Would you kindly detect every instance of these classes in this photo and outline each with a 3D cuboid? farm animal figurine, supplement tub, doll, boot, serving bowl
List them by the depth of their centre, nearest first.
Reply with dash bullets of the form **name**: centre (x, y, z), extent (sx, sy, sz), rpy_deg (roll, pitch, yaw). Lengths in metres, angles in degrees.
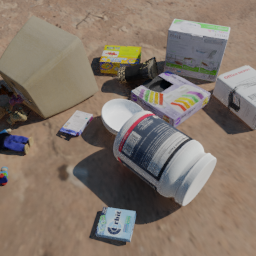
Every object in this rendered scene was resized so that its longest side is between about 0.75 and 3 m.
- **supplement tub**: centre (1.125, 0.913, 9.054), extent (2.863, 2.009, 2.009), rpy_deg (35, 56, 28)
- **doll**: centre (-4.580, 0.548, 10.459), extent (1.859, 0.450, 1.268), rpy_deg (8, 46, 7)
- **serving bowl**: centre (-0.188, -0.297, 11.014), extent (1.847, 0.608, 1.847), rpy_deg (11, 46, -11)
- **farm animal figurine**: centre (-5.058, -0.674, 11.324), extent (1.931, 1.018, 1.953), rpy_deg (-34, 62, -13)
- **boot**: centre (0.498, -2.683, 13.129), extent (1.717, 0.835, 2.281), rpy_deg (-9, 24, 13)

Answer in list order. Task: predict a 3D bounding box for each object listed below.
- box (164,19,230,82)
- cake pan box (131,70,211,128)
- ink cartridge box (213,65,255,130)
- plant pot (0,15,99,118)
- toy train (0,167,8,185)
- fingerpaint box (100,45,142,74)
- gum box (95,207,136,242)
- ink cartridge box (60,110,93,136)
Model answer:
- **box**: centre (3.133, -3.607, 13.093), extent (2.592, 2.287, 1.253), rpy_deg (14, 49, 14)
- **cake pan box**: centre (1.771, -1.327, 12.055), extent (2.403, 0.682, 2.609), rpy_deg (-31, 52, -28)
- **ink cartridge box**: centre (5.181, -1.360, 11.814), extent (1.850, 1.067, 2.550), rpy_deg (-21, 50, -19)
- **plant pot**: centre (-3.452, -2.245, 11.574), extent (2.995, 2.998, 2.655), rpy_deg (32, 67, 26)
- **toy train**: centre (-4.607, 1.648, 9.473), extent (1.058, 0.448, 0.612), rpy_deg (-8, 37, -8)
- **fingerpaint box**: centre (-0.328, -3.406, 13.993), extent (1.901, 0.697, 1.586), rpy_deg (4, 46, 4)
- **gum box**: centre (-0.349, 2.863, 8.365), extent (1.038, 0.231, 0.882), rpy_deg (5, 47, 12)
- **ink cartridge box**: centre (-2.051, -0.155, 11.227), extent (0.776, 0.273, 1.301), rpy_deg (16, 46, 20)
